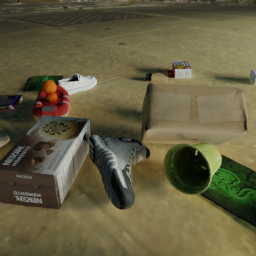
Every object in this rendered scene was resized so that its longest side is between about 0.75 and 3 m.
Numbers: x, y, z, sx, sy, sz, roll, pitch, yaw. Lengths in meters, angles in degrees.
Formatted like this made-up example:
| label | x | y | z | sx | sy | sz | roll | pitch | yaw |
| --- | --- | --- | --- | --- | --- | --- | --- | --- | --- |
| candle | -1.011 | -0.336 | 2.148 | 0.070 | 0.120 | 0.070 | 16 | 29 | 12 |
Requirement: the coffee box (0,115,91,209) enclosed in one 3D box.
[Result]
| label | x | y | z | sx | sy | sz | roll | pitch | yaw |
| --- | --- | --- | --- | --- | --- | --- | --- | --- | --- |
| coffee box | -2.117 | 0.770 | 7.586 | 1.533 | 1.083 | 2.713 | 5 | 31 | 9 |

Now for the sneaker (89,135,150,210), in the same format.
| label | x | y | z | sx | sy | sz | roll | pitch | yaw |
| --- | --- | --- | --- | --- | --- | --- | --- | --- | --- |
| sneaker | 0.023 | 0.922 | 7.458 | 1.588 | 1.032 | 2.750 | -6 | 32 | -22 |

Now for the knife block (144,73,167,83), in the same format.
| label | x | y | z | sx | sy | sz | roll | pitch | yaw |
| --- | --- | --- | --- | --- | --- | --- | --- | --- | --- |
| knife block | 1.329 | -2.457 | 13.905 | 0.888 | 0.324 | 1.012 | -18 | 35 | -27 |

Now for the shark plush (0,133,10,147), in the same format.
| label | x | y | z | sx | sy | sz | roll | pitch | yaw |
| --- | --- | --- | --- | --- | --- | --- | --- | --- | --- |
| shark plush | -4.869 | 0.760 | 8.375 | 2.500 | 1.136 | 1.041 | -27 | 14 | -5 |

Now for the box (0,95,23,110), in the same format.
| label | x | y | z | sx | sy | sz | roll | pitch | yaw |
| --- | --- | --- | --- | --- | --- | --- | --- | --- | --- |
| box | -5.222 | -1.045 | 11.546 | 1.458 | 0.263 | 1.043 | 0 | 30 | -3 |

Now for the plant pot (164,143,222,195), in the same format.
| label | x | y | z | sx | sy | sz | roll | pitch | yaw |
| --- | --- | --- | --- | --- | --- | --- | --- | --- | --- |
| plant pot | 1.789 | 0.911 | 7.246 | 1.299 | 1.299 | 1.194 | 24 | 25 | 35 |

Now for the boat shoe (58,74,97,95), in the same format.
| label | x | y | z | sx | sy | sz | roll | pitch | yaw |
| --- | --- | --- | --- | --- | --- | --- | --- | --- | --- |
| boat shoe | -2.270 | -2.117 | 12.893 | 0.819 | 0.744 | 2.228 | 19 | 35 | 29 |

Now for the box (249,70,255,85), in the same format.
| label | x | y | z | sx | sy | sz | roll | pitch | yaw |
| --- | --- | --- | --- | --- | --- | --- | --- | --- | --- |
| box | 6.584 | -2.496 | 13.802 | 0.884 | 0.484 | 1.002 | 4 | 30 | 6 |

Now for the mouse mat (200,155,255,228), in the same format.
| label | x | y | z | sx | sy | sz | roll | pitch | yaw |
| --- | --- | --- | --- | --- | --- | --- | --- | --- | --- |
| mouse mat | 2.872 | 1.534 | 7.294 | 1.915 | 0.090 | 2.380 | -25 | 37 | -36 |

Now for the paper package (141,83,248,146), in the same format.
| label | x | y | z | sx | sy | sz | roll | pitch | yaw |
| --- | --- | --- | --- | --- | --- | --- | --- | --- | --- |
| paper package | 1.677 | -0.257 | 7.994 | 2.504 | 1.295 | 2.386 | 3 | -12 | 0 |

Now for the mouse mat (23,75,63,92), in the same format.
| label | x | y | z | sx | sy | sz | roll | pitch | yaw |
| --- | --- | --- | --- | --- | --- | --- | --- | --- | --- |
| mouse mat | -4.105 | -2.214 | 13.751 | 1.664 | 0.078 | 2.068 | -2 | 31 | -4 |

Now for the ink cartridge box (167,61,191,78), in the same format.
| label | x | y | z | sx | sy | sz | roll | pitch | yaw |
| --- | --- | --- | --- | --- | --- | --- | --- | --- | --- |
| ink cartridge box | 2.670 | -3.073 | 14.748 | 1.122 | 0.536 | 1.278 | 0 | 31 | 2 |

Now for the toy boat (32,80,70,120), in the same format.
| label | x | y | z | sx | sy | sz | roll | pitch | yaw |
| --- | --- | --- | --- | --- | --- | --- | --- | --- | --- |
| toy boat | -2.945 | -1.194 | 10.727 | 1.322 | 1.324 | 2.025 | -4 | 30 | -6 |
